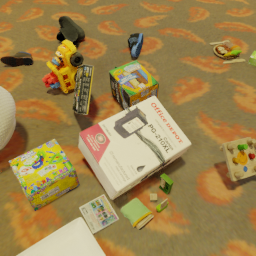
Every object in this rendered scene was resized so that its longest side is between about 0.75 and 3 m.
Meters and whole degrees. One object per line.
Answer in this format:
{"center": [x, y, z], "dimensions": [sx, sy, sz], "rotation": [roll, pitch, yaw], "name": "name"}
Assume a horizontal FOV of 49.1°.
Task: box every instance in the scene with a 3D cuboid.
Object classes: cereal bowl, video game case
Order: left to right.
{"center": [-4.714, -0.031, 9.540], "dimensions": [2.795, 1.164, 2.795], "rotation": [-24, 50, 33], "name": "cereal bowl"}
{"center": [-0.880, 2.581, 8.445], "dimensions": [0.868, 0.113, 0.954], "rotation": [-24, 52, -20], "name": "video game case"}

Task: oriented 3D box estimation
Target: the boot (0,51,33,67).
{"center": [-5.307, -3.332, 13.451], "dimensions": [1.446, 0.540, 0.701], "rotation": [0, 38, -13], "name": "boot"}

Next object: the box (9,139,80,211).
{"center": [-2.624, 1.438, 8.875], "dimensions": [1.582, 0.965, 1.524], "rotation": [-27, 54, -21], "name": "box"}

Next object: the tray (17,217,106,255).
{"center": [-2.088, 3.703, 7.323], "dimensions": [2.810, 0.312, 1.509], "rotation": [-28, 53, -22], "name": "tray"}

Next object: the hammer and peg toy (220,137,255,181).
{"center": [3.852, 0.959, 9.004], "dimensions": [1.728, 0.609, 1.271], "rotation": [-9, 83, -25], "name": "hammer and peg toy"}

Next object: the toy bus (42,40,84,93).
{"center": [-2.762, -2.448, 11.732], "dimensions": [1.823, 1.899, 1.289], "rotation": [-28, 46, -16], "name": "toy bus"}

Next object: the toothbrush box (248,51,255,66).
{"center": [6.326, -3.239, 13.383], "dimensions": [0.921, 0.397, 0.671], "rotation": [29, 55, 21], "name": "toothbrush box"}

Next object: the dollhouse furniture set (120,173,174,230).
{"center": [0.645, 2.168, 8.440], "dimensions": [1.714, 0.662, 0.856], "rotation": [-32, 56, -25], "name": "dollhouse furniture set"}

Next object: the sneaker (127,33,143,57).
{"center": [0.288, -4.171, 14.104], "dimensions": [0.725, 0.653, 1.862], "rotation": [3, 45, 14], "name": "sneaker"}

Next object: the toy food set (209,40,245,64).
{"center": [4.963, -3.944, 14.007], "dimensions": [1.318, 0.383, 1.909], "rotation": [-10, 49, -8], "name": "toy food set"}

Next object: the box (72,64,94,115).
{"center": [-1.711, -1.452, 10.551], "dimensions": [0.438, 1.776, 1.418], "rotation": [6, 6, -21], "name": "box"}

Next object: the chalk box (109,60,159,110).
{"center": [0.114, -1.728, 11.356], "dimensions": [1.329, 1.338, 2.144], "rotation": [-25, 55, -16], "name": "chalk box"}

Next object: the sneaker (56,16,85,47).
{"center": [-3.273, -5.062, 14.726], "dimensions": [1.353, 0.779, 2.594], "rotation": [-31, 59, -30], "name": "sneaker"}

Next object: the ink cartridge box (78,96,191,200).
{"center": [0.202, 0.563, 9.119], "dimensions": [2.954, 1.246, 2.138], "rotation": [-28, 73, -23], "name": "ink cartridge box"}
